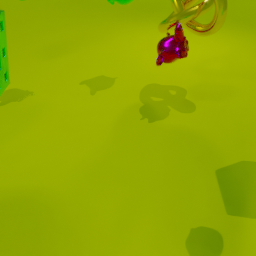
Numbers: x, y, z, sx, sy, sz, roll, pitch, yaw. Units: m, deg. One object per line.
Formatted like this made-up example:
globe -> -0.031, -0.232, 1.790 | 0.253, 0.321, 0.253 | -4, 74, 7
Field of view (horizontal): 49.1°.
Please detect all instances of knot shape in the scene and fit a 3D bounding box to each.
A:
knot shape -> 1.914, -3.369, 7.870 | 1.939, 0.958, 2.073 | 35, 91, 38

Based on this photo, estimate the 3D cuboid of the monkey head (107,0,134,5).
monkey head -> -0.220, -4.327, 8.527 | 0.917, 1.095, 1.522 | -1, 32, 39

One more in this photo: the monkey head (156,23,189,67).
monkey head -> 1.130, -2.227, 7.379 | 0.834, 0.995, 1.383 | 1, 49, 25

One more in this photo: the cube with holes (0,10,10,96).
cube with holes -> -2.540, -1.044, 4.031 | 1.215, 1.215, 1.215 | 4, 30, -8
